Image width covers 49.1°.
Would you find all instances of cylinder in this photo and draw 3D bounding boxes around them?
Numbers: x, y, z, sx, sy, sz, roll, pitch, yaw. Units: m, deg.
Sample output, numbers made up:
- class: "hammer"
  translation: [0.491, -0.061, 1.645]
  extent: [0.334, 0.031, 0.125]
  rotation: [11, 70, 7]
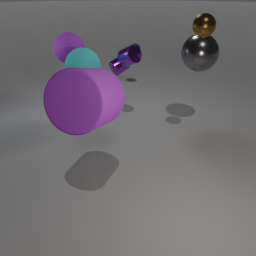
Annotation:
- class: "cylinder"
  translation: [-0.935, -0.651, 6.349]
  extent: [1.400, 1.400, 1.400]
  rotation: [8, 13, 15]
- class: "cylinder"
  translation: [0.063, -2.812, 10.911]
  extent: [0.700, 0.700, 0.700]
  rotation: [-22, 12, -35]
- class: "cylinder"
  translation: [-0.398, -2.833, 12.672]
  extent: [0.700, 0.700, 0.700]
  rotation: [-36, 38, -12]

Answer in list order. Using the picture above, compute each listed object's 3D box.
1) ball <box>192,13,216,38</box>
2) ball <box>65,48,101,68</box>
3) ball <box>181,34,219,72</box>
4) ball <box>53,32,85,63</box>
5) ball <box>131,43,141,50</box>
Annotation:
- class: "ball"
  translation: [2.297, -3.095, 8.444]
  extent: [0.700, 0.700, 0.700]
  rotation: [0, 28, 0]
- class: "ball"
  translation: [-1.779, -2.442, 11.054]
  extent: [1.400, 1.400, 1.400]
  rotation: [0, 28, 0]
- class: "ball"
  translation: [2.707, -2.833, 10.542]
  extent: [1.400, 1.400, 1.400]
  rotation: [0, 28, 0]
- class: "ball"
  translation: [-2.662, -3.620, 12.704]
  extent: [1.400, 1.400, 1.400]
  rotation: [0, 28, 0]
- class: "ball"
  translation: [0.363, -4.280, 15.352]
  extent: [0.700, 0.700, 0.700]
  rotation: [0, 28, 0]
